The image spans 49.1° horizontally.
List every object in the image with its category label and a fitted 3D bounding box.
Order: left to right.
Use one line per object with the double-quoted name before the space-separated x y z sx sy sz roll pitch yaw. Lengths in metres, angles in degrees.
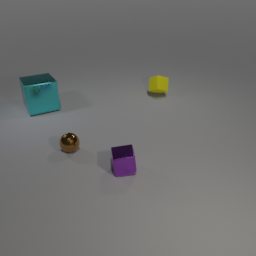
"cube" -4.031 -1.578 12.812 1.400 1.400 1.400 -15 31 -24
"ball" -2.072 0.511 9.929 0.700 0.700 0.700 0 30 0
"cube" -0.133 1.035 8.931 0.700 0.700 0.700 -9 31 -3
"cube" 1.547 -2.189 14.147 0.700 0.700 0.700 6 -5 -34
